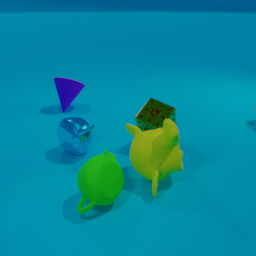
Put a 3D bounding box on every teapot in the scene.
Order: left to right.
[{"bbox_3d":[-1.358,0.168,7.397,0.812,1.031,1.657,-31,6,-37],"label":"teapot"},{"bbox_3d":[-0.569,0.978,5.548,0.764,0.970,1.560,-11,40,39],"label":"teapot"}]

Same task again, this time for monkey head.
[{"bbox_3d":[0.580,0.449,6.092,1.138,1.359,1.889,-18,56,-6],"label":"monkey head"}]

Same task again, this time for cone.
[{"bbox_3d":[-2.231,-1.106,10.140,1.145,1.150,1.145,11,-4,1],"label":"cone"}]

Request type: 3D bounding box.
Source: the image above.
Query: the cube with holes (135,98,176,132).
[{"bbox_3d":[0.764,-0.183,7.560,0.771,0.771,0.771,27,65,26],"label":"cube with holes"}]
